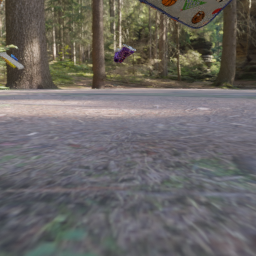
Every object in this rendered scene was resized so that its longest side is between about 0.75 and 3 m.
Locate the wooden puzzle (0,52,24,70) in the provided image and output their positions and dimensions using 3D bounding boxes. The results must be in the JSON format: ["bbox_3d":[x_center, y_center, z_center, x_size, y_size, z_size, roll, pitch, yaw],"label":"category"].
[{"bbox_3d":[-3.846,-2.194,9.237,0.807,0.140,1.196,40,9,-8],"label":"wooden puzzle"}]

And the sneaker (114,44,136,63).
[{"bbox_3d":[-0.120,-2.246,8.668,0.442,0.457,1.096,19,-8,-23],"label":"sneaker"}]

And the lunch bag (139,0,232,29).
[{"bbox_3d":[1.300,-3.258,5.522,2.688,1.016,2.154,6,-34,-44],"label":"lunch bag"}]

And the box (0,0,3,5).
[{"bbox_3d":[-4.186,-4.022,7.601,1.618,0.963,0.335,30,27,-16],"label":"box"}]
